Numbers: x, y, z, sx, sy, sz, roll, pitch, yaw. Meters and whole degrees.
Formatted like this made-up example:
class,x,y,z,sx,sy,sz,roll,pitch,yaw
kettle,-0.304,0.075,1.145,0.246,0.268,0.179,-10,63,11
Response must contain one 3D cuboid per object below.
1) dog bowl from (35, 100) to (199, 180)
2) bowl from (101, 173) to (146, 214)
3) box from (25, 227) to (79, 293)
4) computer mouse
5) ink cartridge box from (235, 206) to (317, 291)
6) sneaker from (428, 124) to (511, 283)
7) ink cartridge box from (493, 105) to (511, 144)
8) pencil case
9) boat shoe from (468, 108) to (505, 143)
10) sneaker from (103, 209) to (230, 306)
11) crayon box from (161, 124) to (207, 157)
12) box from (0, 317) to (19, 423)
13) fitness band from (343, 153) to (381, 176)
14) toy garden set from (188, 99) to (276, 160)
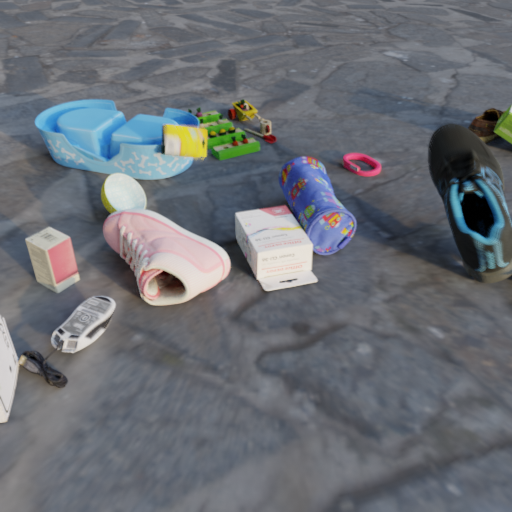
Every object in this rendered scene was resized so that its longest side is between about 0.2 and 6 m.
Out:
class,x,y,z,sx,sy,sz,roll,pitch,yaw
dog bowl,-3.027,-2.581,12.394,3.689,0.914,2.056,12,37,15
bowl,-2.573,-1.045,10.515,0.482,0.896,0.896,-30,17,38
box,-3.163,0.064,8.734,0.535,0.837,0.456,23,41,28
computer mouse,-2.471,1.138,7.699,0.829,0.332,1.511,15,43,27
ink cartridge box,0.322,-0.162,9.295,0.963,0.558,1.654,-11,37,-14
sneaker,3.525,-1.133,9.103,1.116,1.248,3.047,-20,56,18
ink cartridge box,6.261,-3.061,13.040,1.090,0.559,1.474,36,43,5
pencil case,1.086,-0.959,10.142,1.003,0.901,2.309,30,24,-28
boat shoe,5.798,-3.252,13.583,1.819,0.614,0.655,-26,43,-31
sneaker,-1.701,0.012,8.745,2.366,0.890,1.237,21,35,21
crayon box,-1.435,-2.282,11.206,0.901,0.572,0.229,1,3,-30
box,-4.679,1.131,6.278,3.360,1.960,1.010,-6,36,-10
fitness band,2.298,-1.992,12.226,0.652,0.170,0.908,-17,40,-26
toy garden set,-0.548,-3.205,13.632,1.998,0.478,2.397,-18,39,-24
